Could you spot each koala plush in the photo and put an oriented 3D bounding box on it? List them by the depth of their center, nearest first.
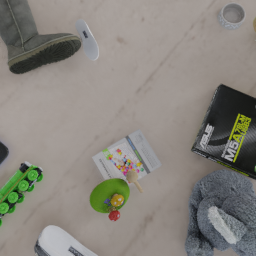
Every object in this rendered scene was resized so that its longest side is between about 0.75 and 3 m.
[{"bbox_3d":[2.726,2.228,6.865,2.448,2.761,2.537,-1,78,1],"label":"koala plush"}]

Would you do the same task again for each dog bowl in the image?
[{"bbox_3d":[3.466,-3.744,9.319,0.926,0.271,0.926,0,79,-1],"label":"dog bowl"}]

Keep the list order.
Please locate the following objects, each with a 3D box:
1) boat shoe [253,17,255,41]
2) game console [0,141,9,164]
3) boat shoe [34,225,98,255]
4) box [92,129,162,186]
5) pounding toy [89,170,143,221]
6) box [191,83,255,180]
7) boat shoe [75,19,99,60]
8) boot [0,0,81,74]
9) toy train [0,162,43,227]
[{"bbox_3d":[5.036,-2.486,8.669,2.888,1.058,0.905,38,78,7],"label":"boat shoe"},{"bbox_3d":[-5.118,0.861,7.803,2.129,1.476,2.494,39,82,8],"label":"game console"},{"bbox_3d":[-1.386,3.865,7.493,2.795,1.003,0.947,36,114,7],"label":"boat shoe"},{"bbox_3d":[-0.037,0.993,8.351,1.663,0.342,1.296,-30,81,-5],"label":"box"},{"bbox_3d":[-0.241,1.960,7.659,1.529,1.180,0.710,-27,38,-8],"label":"pounding toy"},{"bbox_3d":[3.332,0.106,8.426,2.185,0.538,2.263,25,80,2],"label":"box"},{"bbox_3d":[-1.283,-2.794,8.968,0.480,0.439,1.335,-27,93,9],"label":"boat shoe"},{"bbox_3d":[-3.109,-3.406,8.986,2.602,1.038,2.861,-19,73,-5],"label":"boot"},{"bbox_3d":[-3.526,2.063,8.064,0.748,0.553,2.652,38,81,17],"label":"toy train"}]
